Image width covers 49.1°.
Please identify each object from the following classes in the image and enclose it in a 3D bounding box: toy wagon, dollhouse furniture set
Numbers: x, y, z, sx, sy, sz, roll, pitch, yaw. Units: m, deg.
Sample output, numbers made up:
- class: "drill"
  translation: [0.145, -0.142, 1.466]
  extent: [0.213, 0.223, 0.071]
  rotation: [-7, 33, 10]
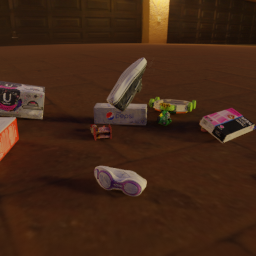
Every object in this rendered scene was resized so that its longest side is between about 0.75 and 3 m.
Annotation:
- class: "toy wagon"
  translation: [1.894, -0.986, 12.300]
  extent: [1.863, 0.475, 2.402]
  rotation: [8, 15, 22]
- class: "dollhouse furniture set"
  translation: [-1.000, 0.026, 10.169]
  extent: [0.605, 0.457, 1.123]
  rotation: [-6, 22, -15]

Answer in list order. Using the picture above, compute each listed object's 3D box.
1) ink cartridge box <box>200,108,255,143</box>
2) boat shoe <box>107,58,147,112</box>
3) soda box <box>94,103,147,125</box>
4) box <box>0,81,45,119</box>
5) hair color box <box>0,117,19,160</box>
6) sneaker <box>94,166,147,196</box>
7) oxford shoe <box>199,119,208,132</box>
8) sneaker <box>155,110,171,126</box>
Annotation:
- class: "ink cartridge box"
  translation: [3.824, -0.184, 10.369]
  extent: [2.330, 0.432, 1.103]
  rotation: [-14, 47, -37]
- class: "boat shoe"
  translation: [0.093, -1.507, 9.868]
  extent: [0.811, 0.798, 2.250]
  rotation: [-6, 45, 57]
- class: "soda box"
  translation: [-0.295, -0.576, 11.353]
  extent: [2.116, 0.722, 0.671]
  rotation: [1, 21, 5]
- class: "box"
  translation: [-4.611, -1.197, 11.815]
  extent: [2.062, 1.183, 1.362]
  rotation: [5, 19, -17]
- class: "hair color box"
  translation: [-4.518, 0.516, 8.345]
  extent: [1.548, 0.892, 2.791]
  rotation: [0, 20, -1]
- class: "sneaker"
  translation: [-0.194, 1.291, 7.028]
  extent: [1.400, 0.524, 0.697]
  rotation: [18, 17, 23]
- class: "oxford shoe"
  translation: [2.999, -0.221, 10.859]
  extent: [0.392, 0.416, 1.111]
  rotation: [2, 21, 6]
- class: "sneaker"
  translation: [1.493, -0.343, 11.272]
  extent: [0.531, 0.487, 1.248]
  rotation: [30, 25, 9]
